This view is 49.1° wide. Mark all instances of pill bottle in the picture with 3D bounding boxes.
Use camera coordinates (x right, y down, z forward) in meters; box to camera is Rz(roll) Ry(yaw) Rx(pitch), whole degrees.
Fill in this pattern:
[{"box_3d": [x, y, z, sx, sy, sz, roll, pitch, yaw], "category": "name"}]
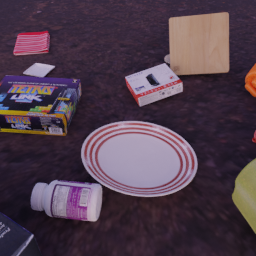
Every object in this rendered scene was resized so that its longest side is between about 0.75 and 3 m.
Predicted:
[{"box_3d": [-1.335, 1.575, 6.171, 1.434, 0.805, 0.805, 5, 40, 5], "category": "pill bottle"}]

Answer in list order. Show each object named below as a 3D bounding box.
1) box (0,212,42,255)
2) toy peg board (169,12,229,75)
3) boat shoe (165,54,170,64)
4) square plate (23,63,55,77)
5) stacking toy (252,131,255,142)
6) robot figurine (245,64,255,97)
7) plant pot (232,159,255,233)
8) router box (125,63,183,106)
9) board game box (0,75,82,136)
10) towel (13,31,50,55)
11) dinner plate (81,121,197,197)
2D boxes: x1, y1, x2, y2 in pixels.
[{"box_3d": [-2.667, 2.167, 4.705, 2.415, 1.787, 1.260, 22, 44, 23], "category": "box"}, {"box_3d": [2.800, -3.218, 11.156, 2.189, 2.198, 1.075, -1, 5, 12], "category": "toy peg board"}, {"box_3d": [2.351, -2.833, 11.796, 1.625, 0.463, 0.543, -2, 76, 5], "category": "boat shoe"}, {"box_3d": [-3.587, -2.324, 11.352, 0.931, 0.134, 0.940, 12, 41, 15], "category": "square plate"}, {"box_3d": [4.229, -0.418, 7.978, 0.779, 1.671, 1.845, 16, 42, 35], "category": "stacking toy"}, {"box_3d": [4.823, -1.880, 9.801, 1.042, 1.285, 1.787, 30, 65, 33], "category": "robot figurine"}, {"box_3d": [3.222, 1.622, 5.242, 2.334, 2.334, 2.146, -12, 30, -14], "category": "plant pot"}, {"box_3d": [0.890, -1.572, 10.017, 1.642, 0.401, 1.473, -21, 43, -7], "category": "router box"}, {"box_3d": [-3.056, -0.799, 9.041, 2.693, 0.764, 2.226, 3, 41, 4], "category": "board game box"}, {"box_3d": [-4.567, -4.086, 13.380, 1.578, 0.245, 2.182, -8, 41, -8], "category": "towel"}, {"box_3d": [0.292, 0.741, 7.324, 2.984, 0.362, 2.984, 3, 34, -2], "category": "dinner plate"}]
